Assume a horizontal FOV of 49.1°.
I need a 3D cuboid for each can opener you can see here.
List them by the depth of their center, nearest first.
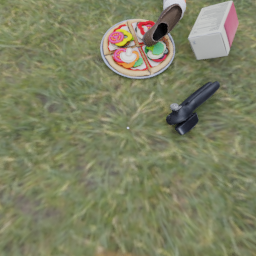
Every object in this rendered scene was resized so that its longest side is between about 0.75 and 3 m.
[{"bbox_3d":[1.687,-0.638,7.255,1.850,0.727,0.586,-45,31,-22],"label":"can opener"}]

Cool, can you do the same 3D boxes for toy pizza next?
[{"bbox_3d":[0.292,-2.442,8.254,2.217,0.351,2.217,0,66,-1],"label":"toy pizza"}]

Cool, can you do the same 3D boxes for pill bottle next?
[{"bbox_3d":[1.524,-4.113,9.151,0.723,0.723,1.279,4,60,2],"label":"pill bottle"}]

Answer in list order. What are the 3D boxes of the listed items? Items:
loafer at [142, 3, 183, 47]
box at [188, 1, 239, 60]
[{"bbox_3d":[1.060,-2.849,7.821,1.495,0.546,0.531,-51,26,-3],"label":"loafer"},{"bbox_3d":[2.514,-2.829,8.148,0.959,0.817,1.500,2,53,38],"label":"box"}]
